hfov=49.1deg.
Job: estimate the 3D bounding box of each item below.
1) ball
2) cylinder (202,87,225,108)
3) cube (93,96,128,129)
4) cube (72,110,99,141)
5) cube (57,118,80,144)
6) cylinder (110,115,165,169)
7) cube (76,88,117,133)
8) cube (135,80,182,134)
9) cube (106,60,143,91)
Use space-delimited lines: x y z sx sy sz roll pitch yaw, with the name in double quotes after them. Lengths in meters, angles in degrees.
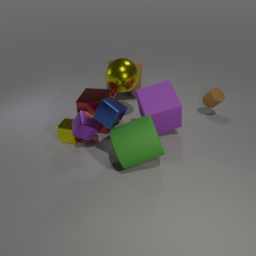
-0.244 -2.165 11.521 1.400 1.400 1.400 0 30 0 "ball"
3.774 -1.326 12.387 0.700 0.700 0.700 9 64 -19 "cylinder"
-0.565 -0.500 9.029 0.700 0.700 0.700 36 26 11 "cube"
-1.542 -0.083 10.079 0.700 0.700 0.700 20 40 -32 "cube"
-2.260 0.114 10.922 0.700 0.700 0.700 7 36 15 "cube"
0.301 0.448 9.137 1.400 1.400 1.400 -22 30 6 "cylinder"
-1.259 -0.749 11.768 1.400 1.400 1.400 4 30 7 "cube"
1.212 -0.754 10.971 1.400 1.400 1.400 -17 53 -1 "cube"
-0.205 -2.663 14.214 1.400 1.400 1.400 1 14 -21 "cube"
